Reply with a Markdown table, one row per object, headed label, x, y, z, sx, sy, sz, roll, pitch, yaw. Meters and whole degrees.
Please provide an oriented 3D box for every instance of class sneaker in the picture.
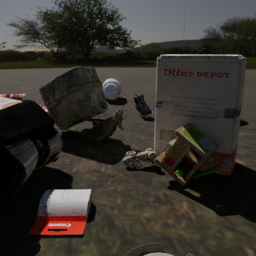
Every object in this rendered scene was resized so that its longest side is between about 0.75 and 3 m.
| label | x | y | z | sx | sy | sz | roll | pitch | yaw |
| --- | --- | --- | --- | --- | --- | --- | --- | --- | --- |
| sneaker | 0.657 | -1.071 | 12.914 | 0.564 | 0.850 | 1.494 | -26 | 31 | -10 |

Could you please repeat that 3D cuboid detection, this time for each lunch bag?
| label | x | y | z | sx | sy | sz | roll | pitch | yaw |
| --- | --- | --- | --- | --- | --- | --- | --- | --- | --- |
| lunch bag | -1.942 | -1.036 | 10.273 | 2.143 | 1.797 | 1.493 | -21 | 0 | 22 |

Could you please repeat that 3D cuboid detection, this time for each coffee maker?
| label | x | y | z | sx | sy | sz | roll | pitch | yaw |
| --- | --- | --- | --- | --- | --- | --- | --- | --- | --- |
| coffee maker | -2.758 | 0.140 | 6.214 | 1.688 | 2.407 | 2.506 | -18 | 10 | 8 |

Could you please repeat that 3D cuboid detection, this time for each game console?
| label | x | y | z | sx | sy | sz | roll | pitch | yaw |
| --- | --- | --- | --- | --- | --- | --- | --- | --- | --- |
| game console | -2.919 | -1.694 | 14.493 | 2.701 | 2.305 | 1.598 | -8 | 44 | -25 |

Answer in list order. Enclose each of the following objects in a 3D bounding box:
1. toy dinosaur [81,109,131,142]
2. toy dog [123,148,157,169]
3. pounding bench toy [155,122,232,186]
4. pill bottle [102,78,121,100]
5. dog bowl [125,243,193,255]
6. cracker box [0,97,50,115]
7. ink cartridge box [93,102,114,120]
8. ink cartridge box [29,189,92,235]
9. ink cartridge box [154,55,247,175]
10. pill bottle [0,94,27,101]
| label | x | y | z | sx | sy | sz | roll | pitch | yaw |
| --- | --- | --- | --- | --- | --- | --- | --- | --- | --- |
| toy dinosaur | -0.868 | 0.115 | 9.547 | 1.097 | 0.826 | 2.145 | -5 | -18 | -40 |
| toy dog | 0.367 | 0.871 | 7.500 | 0.916 | 0.441 | 0.604 | -11 | 15 | 17 |
| pounding bench toy | 1.545 | 0.802 | 6.566 | 1.424 | 1.110 | 0.884 | 41 | 31 | 17 |
| pill bottle | -1.033 | -2.415 | 17.533 | 1.216 | 1.216 | 2.171 | -1 | 15 | -3 |
| dog bowl | 0.422 | 1.952 | 3.565 | 1.088 | 0.319 | 1.088 | 0 | 16 | 0 |
| cracker box | -4.499 | -0.515 | 10.565 | 2.771 | 0.799 | 1.856 | 13 | 16 | 0 |
| ink cartridge box | -1.657 | -0.877 | 13.081 | 1.919 | 0.651 | 1.113 | 7 | 17 | 23 |
| ink cartridge box | -1.208 | 1.519 | 5.196 | 0.932 | 0.275 | 1.165 | 0 | 14 | 0 |
| ink cartridge box | 1.857 | -0.459 | 7.415 | 2.094 | 2.875 | 1.219 | 8 | 18 | 27 |
| pill bottle | -5.850 | -1.218 | 13.843 | 1.587 | 0.896 | 0.896 | -4 | 16 | -12 |
